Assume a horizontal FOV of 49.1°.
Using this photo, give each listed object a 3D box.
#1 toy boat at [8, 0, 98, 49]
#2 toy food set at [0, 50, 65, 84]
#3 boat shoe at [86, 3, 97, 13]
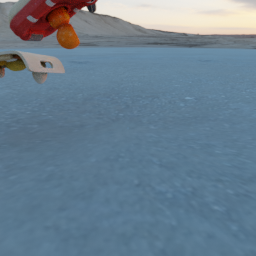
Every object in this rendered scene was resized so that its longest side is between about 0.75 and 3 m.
[{"bbox_3d":[-1.986,-3.191,8.234,2.790,1.824,1.821,-28,3,26],"label":"toy boat"},{"bbox_3d":[-2.851,-1.298,6.557,2.264,0.684,1.625,-4,9,14],"label":"toy food set"},{"bbox_3d":[-1.569,-4.571,9.509,0.597,1.643,0.515,36,74,31],"label":"boat shoe"}]
